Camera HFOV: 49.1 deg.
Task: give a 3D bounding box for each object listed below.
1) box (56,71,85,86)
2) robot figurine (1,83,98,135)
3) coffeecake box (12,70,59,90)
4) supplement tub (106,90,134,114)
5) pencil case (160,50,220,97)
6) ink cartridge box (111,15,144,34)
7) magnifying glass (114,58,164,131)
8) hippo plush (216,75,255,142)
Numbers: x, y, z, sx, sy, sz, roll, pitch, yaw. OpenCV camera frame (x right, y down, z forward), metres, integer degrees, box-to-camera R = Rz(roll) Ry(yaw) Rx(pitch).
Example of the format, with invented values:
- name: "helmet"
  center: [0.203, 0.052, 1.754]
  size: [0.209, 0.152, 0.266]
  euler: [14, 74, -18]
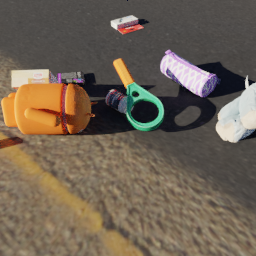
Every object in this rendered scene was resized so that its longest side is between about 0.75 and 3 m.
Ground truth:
- name: "box"
  center: [-2.286, -1.933, 11.162]
  size: [1.093, 0.197, 0.781]
  euler: [-8, 46, -7]
- name: "robot figurine"
  center: [-2.390, -0.574, 8.763]
  size: [2.801, 2.014, 1.633]
  euler: [-1, 73, -2]
- name: "coffeecake box"
  center: [-3.186, -1.551, 9.808]
  size: [1.210, 1.577, 0.576]
  euler: [-2, 86, -3]
- name: "supplement tub"
  center: [-0.288, -0.914, 9.821]
  size: [0.875, 0.614, 0.614]
  euler: [30, 52, 27]
- name: "pencil case"
  center: [2.296, -2.078, 10.739]
  size: [0.973, 0.991, 2.318]
  euler: [-39, 54, -20]
- name: "ink cartridge box"
  center: [-0.027, -5.425, 14.650]
  size: [1.337, 0.299, 1.178]
  euler: [-25, 49, -23]
- name: "magnifying glass"
  center: [0.221, -1.193, 9.335]
  size: [1.185, 0.333, 2.977]
  euler: [-23, 61, -6]
- name: "hippo plush"
  center: [4.121, -0.187, 8.621]
  size: [2.030, 2.011, 2.525]
  euler: [34, 59, -6]
